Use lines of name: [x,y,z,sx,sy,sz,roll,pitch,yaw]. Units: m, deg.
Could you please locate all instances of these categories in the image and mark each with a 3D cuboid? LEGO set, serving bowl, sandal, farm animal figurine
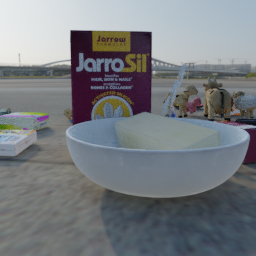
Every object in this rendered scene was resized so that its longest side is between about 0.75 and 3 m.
LEGO set: [1.043,-0.397,6.281,0.415,1.262,1.689,21,-27,12]
serving bowl: [0.407,0.415,4.277,2.632,0.866,2.632,0,11,0]
sandal: [4.425,-0.897,12.250,2.226,0.638,0.853,-8,13,-37]
farm animal figurine: [3.111,-1.188,10.974,2.905,1.515,2.873,-8,15,-12]

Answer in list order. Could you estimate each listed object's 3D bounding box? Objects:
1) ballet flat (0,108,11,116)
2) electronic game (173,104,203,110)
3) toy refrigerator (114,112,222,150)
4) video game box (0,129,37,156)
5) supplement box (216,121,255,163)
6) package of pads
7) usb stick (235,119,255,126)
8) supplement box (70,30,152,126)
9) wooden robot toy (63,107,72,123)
ballet flat: [-5.447,-0.730,12.344,0.313,0.313,0.844,1,10,3]
electronic game: [3.150,-1.174,14.703,1.566,0.326,1.566,0,10,0]
toy refrigerator: [0.543,0.257,4.389,0.682,0.628,1.796,-22,22,-26]
video game box: [-2.871,0.308,6.355,1.183,0.304,1.298,4,13,1]
supplement box: [2.187,0.244,5.761,0.505,0.651,1.179,-5,10,-18]
package of pads: [-3.338,-0.220,8.938,1.389,0.474,1.073,2,10,12]
usb stick: [4.426,-0.164,9.192,1.767,0.288,0.490,-1,4,-2]
supplement box: [-0.352,-0.724,6.030,1.633,2.495,1.287,-2,10,-5]
wooden robot toy: [-2.003,-0.604,10.687,0.769,0.747,1.695,-6,4,37]
